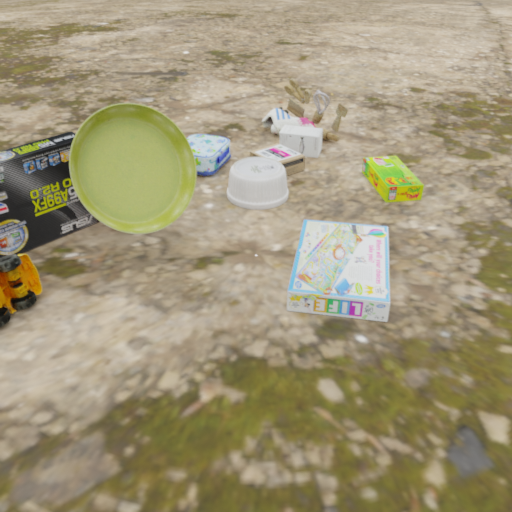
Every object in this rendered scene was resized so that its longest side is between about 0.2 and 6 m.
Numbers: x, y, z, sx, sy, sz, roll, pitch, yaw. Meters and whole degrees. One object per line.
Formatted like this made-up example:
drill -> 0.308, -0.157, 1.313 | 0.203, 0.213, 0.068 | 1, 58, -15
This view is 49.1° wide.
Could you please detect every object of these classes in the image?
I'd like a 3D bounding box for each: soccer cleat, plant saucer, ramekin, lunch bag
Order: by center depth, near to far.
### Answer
plant saucer -> -2.348, -1.648, 10.737 | 2.480, 2.480, 0.385 | -21, 10, -29
ramekin -> 0.035, -1.817, 13.631 | 1.519, 0.797, 1.519 | 0, 32, 0
lunch bag -> -1.441, -2.743, 15.189 | 1.300, 0.667, 1.617 | 8, 33, 15
soccer cleat -> 1.005, -3.897, 17.131 | 0.875, 0.708, 2.027 | -40, 48, -16

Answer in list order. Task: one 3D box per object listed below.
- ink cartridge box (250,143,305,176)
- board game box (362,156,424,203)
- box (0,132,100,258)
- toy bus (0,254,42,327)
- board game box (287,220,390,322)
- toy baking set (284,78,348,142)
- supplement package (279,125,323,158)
ink cartridge box -> 0.561, -2.578, 15.134 | 0.997, 0.454, 1.210 | -24, 39, -31
board game box -> 3.425, -1.972, 14.208 | 0.921, 0.432, 1.814 | -5, 33, -8
box -> -4.606, -1.225, 11.542 | 0.568, 2.057, 2.568 | 28, 41, 36
toy bus -> -4.775, 0.609, 9.872 | 1.384, 0.979, 1.442 | 0, 27, 31
board game box -> 1.644, 0.187, 10.820 | 1.787, 0.455, 2.658 | 6, 33, 9
toy baking set -> 1.706, -4.175, 16.420 | 0.309, 2.036, 2.653 | -47, 53, -11
supplement package -> 1.283, -3.281, 16.030 | 1.142, 0.667, 0.670 | 8, 34, 14
